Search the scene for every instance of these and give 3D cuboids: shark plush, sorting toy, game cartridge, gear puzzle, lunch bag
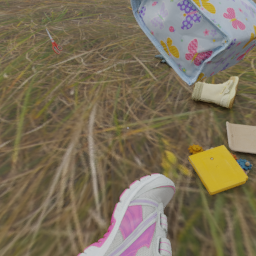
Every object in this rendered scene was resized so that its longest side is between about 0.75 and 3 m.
[{"bbox_3d":[1.602,-3.009,12.012,0.571,0.623,1.371,-47,55,-8],"label":"shark plush"},{"bbox_3d":[3.309,0.324,7.503,1.310,0.239,1.213,11,37,7],"label":"sorting toy"},{"bbox_3d":[2.060,0.943,6.457,0.953,0.175,1.081,-16,47,-8],"label":"game cartridge"},{"bbox_3d":[2.232,0.718,6.928,1.558,0.204,0.807,25,42,31],"label":"gear puzzle"},{"bbox_3d":[0.994,-1.657,4.008,1.433,1.074,1.690,-25,72,-38],"label":"lunch bag"}]

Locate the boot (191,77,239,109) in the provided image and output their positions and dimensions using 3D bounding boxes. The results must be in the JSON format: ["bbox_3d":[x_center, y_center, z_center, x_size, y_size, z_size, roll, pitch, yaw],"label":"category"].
[{"bbox_3d":[2.944,-1.329,9.476,1.397,0.654,1.797,13,40,19],"label":"boot"}]

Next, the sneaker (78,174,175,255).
[{"bbox_3d":[0.205,1.939,4.548,1.221,1.126,2.768,21,49,25],"label":"sneaker"}]

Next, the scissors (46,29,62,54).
[{"bbox_3d":[-2.683,-3.053,9.893,0.066,0.942,0.345,-6,38,53],"label":"scissors"}]
